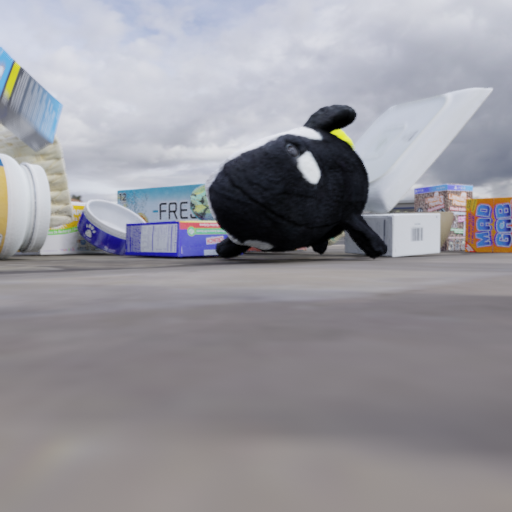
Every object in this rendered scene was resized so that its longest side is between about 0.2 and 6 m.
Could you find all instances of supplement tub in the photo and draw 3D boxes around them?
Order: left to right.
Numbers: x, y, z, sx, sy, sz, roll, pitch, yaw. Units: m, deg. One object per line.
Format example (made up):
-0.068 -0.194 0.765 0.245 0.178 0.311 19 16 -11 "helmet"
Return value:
-3.672 -0.619 6.886 1.900 1.375 1.375 -1 2 -39 "supplement tub"

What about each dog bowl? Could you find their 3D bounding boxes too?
-2.534 -0.504 9.936 1.176 0.463 1.176 26 18 -9 "dog bowl"

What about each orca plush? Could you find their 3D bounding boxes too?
0.892 -0.350 7.564 2.472 1.670 4.699 -44 -12 1 "orca plush"

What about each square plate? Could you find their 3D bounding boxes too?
2.432 -1.971 10.227 0.403 2.831 2.804 44 -8 -18 "square plate"

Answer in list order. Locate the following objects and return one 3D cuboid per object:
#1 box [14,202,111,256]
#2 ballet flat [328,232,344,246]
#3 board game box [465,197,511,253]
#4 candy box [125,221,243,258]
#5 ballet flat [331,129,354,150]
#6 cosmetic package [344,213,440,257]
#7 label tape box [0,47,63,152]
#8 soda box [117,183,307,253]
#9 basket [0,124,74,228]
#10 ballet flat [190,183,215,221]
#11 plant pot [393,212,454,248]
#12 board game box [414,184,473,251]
-3.567 -0.498 10.428 1.057 0.952 1.879 0 1 33 "box"
1.395 -1.022 12.637 0.694 0.694 1.998 -1 43 -26 "ballet flat"
5.511 -0.676 12.634 1.206 1.207 1.206 1 2 38 "board game box"
-1.107 -0.249 8.549 1.222 0.557 1.446 -1 2 -44 "candy box"
0.843 -1.601 8.833 1.913 0.639 0.641 -24 56 -36 "ballet flat"
2.261 -0.364 9.370 1.124 0.693 1.128 -4 7 -32 "cosmetic package"
-3.089 -2.014 7.270 0.345 0.786 1.090 -20 -41 23 "label tape box"
-1.061 -0.799 12.101 4.279 1.463 1.360 1 2 32 "soda box"
-4.030 -1.176 8.288 2.389 1.619 1.474 -17 39 -25 "basket"
0.230 -0.998 9.746 2.813 1.044 1.044 -1 2 -36 "ballet flat"
3.876 -0.542 13.044 1.376 0.924 1.376 0 1 0 "plant pot"
5.002 -0.999 15.047 0.844 1.743 1.389 0 1 -21 "board game box"
